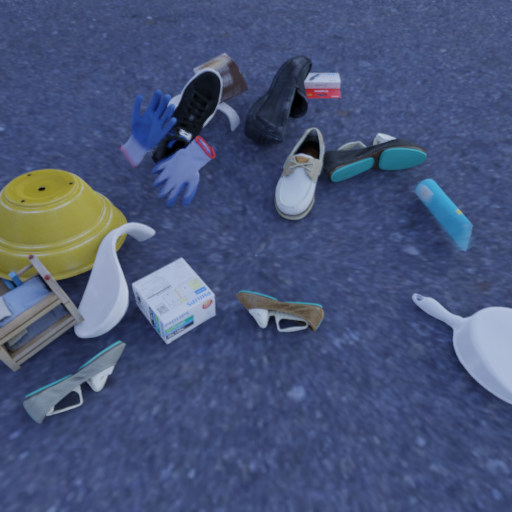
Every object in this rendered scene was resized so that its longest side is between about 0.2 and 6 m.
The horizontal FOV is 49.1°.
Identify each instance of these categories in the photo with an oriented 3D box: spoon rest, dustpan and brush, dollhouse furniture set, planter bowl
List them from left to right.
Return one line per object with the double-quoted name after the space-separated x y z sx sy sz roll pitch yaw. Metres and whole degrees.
-4.376 0.571 9.765 1.468 1.460 2.083 -38 58 -19 "dollhouse furniture set"
-4.080 -0.870 10.972 2.918 1.215 2.918 0 38 0 "planter bowl"
-2.673 0.368 10.334 1.284 0.784 2.585 -22 40 36 "spoon rest"
-1.341 -3.724 14.171 1.911 0.579 0.950 19 52 15 "spoon rest"
3.917 1.345 9.848 2.609 0.747 1.821 40 59 21 "dustpan and brush"

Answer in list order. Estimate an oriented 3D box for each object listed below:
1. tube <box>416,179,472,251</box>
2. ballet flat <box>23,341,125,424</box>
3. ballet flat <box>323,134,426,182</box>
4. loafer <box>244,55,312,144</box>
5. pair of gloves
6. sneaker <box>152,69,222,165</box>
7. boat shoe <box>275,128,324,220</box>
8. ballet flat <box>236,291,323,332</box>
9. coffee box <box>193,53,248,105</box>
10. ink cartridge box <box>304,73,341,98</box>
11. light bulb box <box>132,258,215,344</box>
3.934 -0.920 11.653 0.449 0.691 1.784 -17 45 -5 "tube"
-2.881 2.105 9.252 1.829 0.616 0.583 -31 86 -22 "ballet flat"
2.665 -2.352 12.774 2.421 0.823 0.828 -11 61 -10 "ballet flat"
0.796 -3.887 14.044 1.139 1.101 3.244 24 55 8 "loafer"
-1.925 -2.249 11.782 2.358 1.895 0.269 52 36 6 "pair of gloves"
-1.439 -2.929 12.382 0.882 2.415 1.351 29 16 -23 "sneaker"
0.965 -1.877 12.398 0.920 0.842 2.463 10 50 9 "boat shoe"
0.388 1.062 10.172 1.644 0.557 0.595 11 69 4 "ballet flat"
-0.893 -4.401 13.900 0.953 0.664 1.667 -28 32 0 "coffee box"
1.758 -4.614 15.160 1.033 0.231 0.910 0 48 0 "ink cartridge box"
-1.486 0.805 10.199 1.093 0.688 1.103 -29 56 -24 "light bulb box"
